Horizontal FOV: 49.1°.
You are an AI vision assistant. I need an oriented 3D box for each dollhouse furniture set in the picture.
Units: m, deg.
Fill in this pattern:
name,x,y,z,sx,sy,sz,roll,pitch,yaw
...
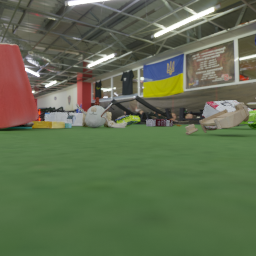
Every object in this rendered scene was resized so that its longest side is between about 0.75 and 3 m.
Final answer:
name,x,y,z,sx,sy,sz,roll,pitch,yaw
dollhouse furniture set,1.496,0.023,3.698,1.181,0.576,1.007,-24,1,-2

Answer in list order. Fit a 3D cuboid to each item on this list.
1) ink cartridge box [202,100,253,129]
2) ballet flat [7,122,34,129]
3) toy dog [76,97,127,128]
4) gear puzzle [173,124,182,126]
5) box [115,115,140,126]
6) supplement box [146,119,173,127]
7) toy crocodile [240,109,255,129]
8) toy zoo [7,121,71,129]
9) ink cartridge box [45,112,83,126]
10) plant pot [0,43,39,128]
name,x,y,z,sx,sy,sz,roll,pitch,yaw
ink cartridge box,3.130,-0.452,8.756,1.240,0.517,0.900,-7,32,-26
ballet flat,-4.165,-0.438,8.444,2.794,0.939,0.951,0,1,11
toy dog,-1.182,-0.636,10.761,1.711,1.250,2.595,0,1,-24
gear puzzle,2.370,-0.145,15.554,1.246,0.163,0.646,4,1,27
box,0.008,-0.366,14.391,0.818,0.320,1.341,-22,-10,24
supplement box,1.661,-0.261,14.768,1.243,0.379,0.677,1,1,-20
toy crocodile,4.287,-0.326,8.148,2.304,0.711,0.778,-1,1,-9
toy zoo,-3.094,-0.112,9.657,2.343,0.240,1.537,0,1,7
ink cartridge box,-3.424,-0.446,15.125,1.746,0.750,1.279,-2,2,-40
plant pot,-3.330,-1.050,6.779,2.096,1.855,2.096,-2,12,1
